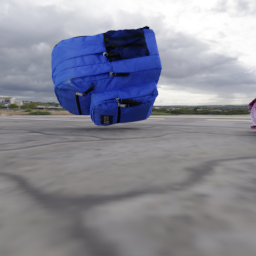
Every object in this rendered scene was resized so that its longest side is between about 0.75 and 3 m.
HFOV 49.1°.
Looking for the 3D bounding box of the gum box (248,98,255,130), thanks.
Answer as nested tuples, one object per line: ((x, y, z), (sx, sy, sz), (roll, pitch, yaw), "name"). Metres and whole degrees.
((3.534, -0.530, 5.759), (1.208, 0.704, 2.128), (2, -17, -4), "gum box")

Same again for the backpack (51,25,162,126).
((-0.657, -1.355, 7.878), (2.907, 2.439, 2.362), (-5, -25, -7), "backpack")
